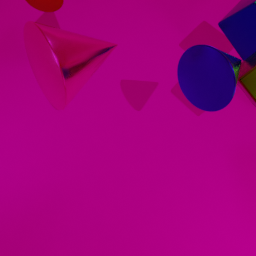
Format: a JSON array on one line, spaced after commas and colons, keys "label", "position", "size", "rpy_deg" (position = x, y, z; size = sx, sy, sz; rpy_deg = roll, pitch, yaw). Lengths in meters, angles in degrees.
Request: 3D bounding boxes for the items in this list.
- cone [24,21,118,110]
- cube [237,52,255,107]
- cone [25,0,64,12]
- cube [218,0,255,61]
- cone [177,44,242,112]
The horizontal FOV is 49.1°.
[{"label": "cone", "position": [-0.858, -1.377, 5.349], "size": [1.618, 1.612, 1.612], "rpy_deg": [-26, 71, -27]}, {"label": "cube", "position": [3.108, -1.080, 6.138], "size": [1.128, 1.128, 1.128], "rpy_deg": [-39, 99, 19]}, {"label": "cone", "position": [-2.175, -3.887, 7.453], "size": [1.065, 1.065, 1.069], "rpy_deg": [3, 65, 1]}, {"label": "cube", "position": [3.461, -2.755, 7.187], "size": [1.330, 1.330, 1.330], "rpy_deg": [-46, 104, -17]}, {"label": "cone", "position": [1.677, -1.028, 4.913], "size": [1.152, 1.148, 1.148], "rpy_deg": [-28, 71, -31]}]
